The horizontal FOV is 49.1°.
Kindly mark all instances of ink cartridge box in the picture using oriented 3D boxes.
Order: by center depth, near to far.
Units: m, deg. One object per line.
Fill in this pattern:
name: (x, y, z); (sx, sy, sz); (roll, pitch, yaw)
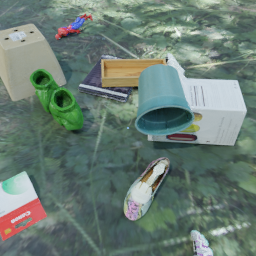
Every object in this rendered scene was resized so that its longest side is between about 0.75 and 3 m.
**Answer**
ink cartridge box: (-2.923, 1.942, 7.206); (1.160, 0.361, 1.442); (-26, 50, -22)

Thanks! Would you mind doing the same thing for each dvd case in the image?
dvd case: (-0.587, -2.066, 11.150); (1.903, 0.204, 2.559); (14, 47, 12)

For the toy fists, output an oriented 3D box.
toy fists: (-2.345, -0.853, 9.264); (0.874, 1.296, 2.543); (-41, 57, -14)

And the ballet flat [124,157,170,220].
ballet flat: (0.530, 1.473, 7.364); (0.686, 0.706, 1.985); (33, 53, 10)

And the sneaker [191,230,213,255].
sneaker: (1.536, 2.851, 6.282); (0.699, 0.388, 0.999); (-19, 49, -19)

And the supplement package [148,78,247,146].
supplement package: (1.998, -0.524, 8.743); (2.680, 1.524, 1.468); (3, 45, 5)

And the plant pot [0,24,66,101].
plant pot: (-3.815, -2.629, 10.539); (2.126, 1.883, 2.124); (-23, 50, -22)

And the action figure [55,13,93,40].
action figure: (-2.677, -4.907, 13.688); (0.703, 0.556, 2.150); (31, 58, 33)

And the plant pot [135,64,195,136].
plant pot: (0.864, -0.758, 7.216); (1.462, 1.462, 1.432); (-2, 61, -2)

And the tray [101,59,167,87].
tray: (0.253, -2.131, 10.791); (2.525, 0.467, 1.245); (-1, 46, -5)

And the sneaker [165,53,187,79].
sneaker: (1.854, -2.321, 11.178); (0.713, 0.661, 1.760); (2, 51, -12)
